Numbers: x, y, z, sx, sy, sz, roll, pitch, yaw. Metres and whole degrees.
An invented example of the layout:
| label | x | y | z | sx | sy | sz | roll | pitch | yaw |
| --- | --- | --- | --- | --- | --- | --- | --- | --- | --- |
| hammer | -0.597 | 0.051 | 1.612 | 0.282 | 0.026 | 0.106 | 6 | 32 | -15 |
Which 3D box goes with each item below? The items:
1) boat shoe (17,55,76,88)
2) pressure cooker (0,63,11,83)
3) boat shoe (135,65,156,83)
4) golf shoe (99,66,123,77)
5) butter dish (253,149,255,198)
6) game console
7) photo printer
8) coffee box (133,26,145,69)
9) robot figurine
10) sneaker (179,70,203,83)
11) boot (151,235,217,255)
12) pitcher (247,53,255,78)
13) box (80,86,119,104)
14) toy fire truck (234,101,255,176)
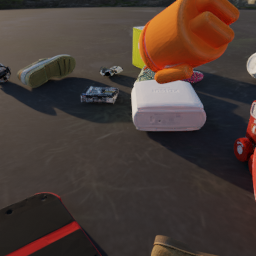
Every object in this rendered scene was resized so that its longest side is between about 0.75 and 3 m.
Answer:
| label | x | y | z | sx | sy | sz | roll | pitch | yaw |
| --- | --- | --- | --- | --- | --- | --- | --- | --- | --- |
| boat shoe | -3.621 | -2.720 | 12.614 | 0.989 | 1.081 | 2.891 | 24 | 37 | 27 |
| pressure cooker | -5.653 | -2.428 | 12.395 | 0.799 | 0.787 | 0.895 | 2 | 22 | -41 |
| boat shoe | 0.758 | -2.155 | 11.902 | 0.876 | 0.754 | 2.432 | 4 | 29 | 8 |
| golf shoe | -0.750 | -2.619 | 13.231 | 1.167 | 0.454 | 0.551 | -11 | 50 | -19 |
| butter dish | 3.222 | 0.928 | 5.287 | 2.253 | 2.246 | 1.665 | -6 | 6 | -9 |
| game console | -1.894 | 2.151 | 4.423 | 2.555 | 0.397 | 2.260 | -20 | 39 | -31 |
| photo printer | 1.218 | -0.876 | 9.359 | 2.184 | 0.912 | 2.626 | 0 | 29 | 0 |
| coffee box | 1.503 | -4.007 | 14.071 | 1.925 | 1.944 | 1.947 | -14 | 31 | -25 |
| robot figurine | 1.097 | -1.853 | 5.831 | 1.365 | 1.684 | 2.341 | -18 | 5 | -28 |
| sneaker | 2.593 | -2.389 | 12.553 | 1.485 | 0.548 | 0.649 | -2 | 34 | 7 |
| boot | 1.161 | 2.217 | 4.187 | 1.724 | 0.635 | 0.651 | 11 | 54 | 19 |
| pitcher | 6.569 | -2.602 | 12.382 | 2.148 | 1.302 | 1.843 | 2 | 36 | -20 |
| box | -1.060 | -1.271 | 10.723 | 1.269 | 0.316 | 1.000 | 4 | 28 | 8 |
| toy fire truck | 3.345 | 0.303 | 6.579 | 0.991 | 1.484 | 1.767 | -4 | 29 | -8 |
